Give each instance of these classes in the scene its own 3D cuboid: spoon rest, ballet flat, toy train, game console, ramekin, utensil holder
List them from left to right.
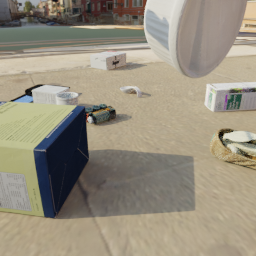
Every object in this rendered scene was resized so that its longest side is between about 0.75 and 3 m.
[{"bbox_3d":[-3.258,-1.105,10.032,1.486,0.304,2.519,7,26,16],"label":"game console"},{"bbox_3d":[-1.783,-0.618,8.370,0.651,0.766,0.651,-1,24,0],"label":"utensil holder"},{"bbox_3d":[-0.850,-0.416,8.387,1.028,0.438,0.586,-22,41,-40],"label":"toy train"},{"bbox_3d":[0.133,-1.471,10.811,0.556,0.339,1.119,-17,30,-33],"label":"spoon rest"},{"bbox_3d":[1.332,-2.271,5.704,2.341,2.341,1.090,-22,41,-39],"label":"ramekin"},{"bbox_3d":[2.852,0.500,5.729,2.377,0.776,0.838,9,53,26],"label":"ballet flat"}]

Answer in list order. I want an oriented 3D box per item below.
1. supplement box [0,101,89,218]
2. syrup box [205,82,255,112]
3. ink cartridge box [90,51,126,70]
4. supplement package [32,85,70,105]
[{"bbox_3d":[-1.979,0.449,5.303,1.952,1.312,1.954,4,24,9],"label":"supplement box"},{"bbox_3d":[3.619,-1.049,9.327,1.933,0.761,0.787,-4,24,-8],"label":"syrup box"},{"bbox_3d":[-1.075,-3.732,15.388,1.228,0.713,1.702,17,29,33],"label":"ink cartridge box"},{"bbox_3d":[-2.480,-0.938,9.142,0.947,0.714,0.719,10,26,21],"label":"supplement package"}]
